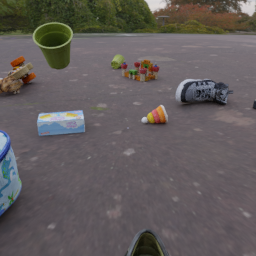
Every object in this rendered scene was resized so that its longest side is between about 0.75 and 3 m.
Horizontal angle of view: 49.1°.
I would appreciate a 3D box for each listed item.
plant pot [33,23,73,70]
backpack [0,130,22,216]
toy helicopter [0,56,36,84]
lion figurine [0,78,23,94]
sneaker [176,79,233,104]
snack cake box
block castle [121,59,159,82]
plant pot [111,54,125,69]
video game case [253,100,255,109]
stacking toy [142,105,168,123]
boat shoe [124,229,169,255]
[{"bbox_3d":[-2.535,-2.774,9.889,1.322,1.256,1.322,1,56,-2],"label":"plant pot"},{"bbox_3d":[-3.372,0.651,4.565,2.742,2.015,2.509,9,28,10],"label":"backpack"},{"bbox_3d":[-5.156,-2.374,12.673,1.983,1.183,2.998,-37,22,-19],"label":"toy helicopter"},{"bbox_3d":[-5.683,-1.853,12.064,2.039,0.739,1.249,16,41,16],"label":"lion figurine"},{"bbox_3d":[3.009,-1.371,10.737,2.435,0.919,1.385,-16,25,-38],"label":"sneaker"},{"bbox_3d":[-2.011,-0.161,8.489,1.341,0.450,0.771,-5,22,-11],"label":"snack cake box"},{"bbox_3d":[0.652,-3.158,15.035,1.303,0.915,1.949,-16,27,-34],"label":"block castle"},{"bbox_3d":[-0.685,-4.092,17.585,0.822,0.822,0.755,9,36,20],"label":"plant pot"},{"bbox_3d":[6.389,-0.889,10.369,2.662,0.339,2.406,19,29,37],"label":"video game case"},{"bbox_3d":[0.825,-0.353,9.006,0.812,0.593,0.593,-18,25,-3],"label":"stacking toy"},{"bbox_3d":[0.148,2.065,2.678,0.913,0.839,2.554,1,23,1],"label":"boat shoe"}]
